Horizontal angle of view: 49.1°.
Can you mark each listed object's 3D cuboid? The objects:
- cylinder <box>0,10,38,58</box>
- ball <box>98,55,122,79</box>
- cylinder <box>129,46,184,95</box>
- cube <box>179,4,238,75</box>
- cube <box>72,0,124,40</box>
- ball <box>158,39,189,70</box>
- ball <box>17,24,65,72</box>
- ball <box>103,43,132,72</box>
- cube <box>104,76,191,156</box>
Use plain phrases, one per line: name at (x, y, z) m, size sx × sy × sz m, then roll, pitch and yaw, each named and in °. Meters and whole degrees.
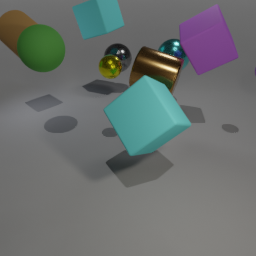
cylinder at (-3.925, -3.445, 10.492) m, size 1.400 × 1.400 × 1.400 m, roll 41°, pitch 45°, yaw 22°
ball at (-0.521, -1.797, 8.250) m, size 0.700 × 0.700 × 0.700 m, roll 0°, pitch 29°, yaw 0°
cylinder at (0.924, -1.757, 9.059) m, size 1.400 × 1.400 × 1.400 m, roll 21°, pitch 33°, yaw 9°
cube at (2.646, -2.910, 9.314) m, size 1.400 × 1.400 × 1.400 m, roll -22°, pitch 38°, yaw 27°
cube at (-1.247, -4.782, 12.030) m, size 1.400 × 1.400 × 1.400 m, roll 0°, pitch 29°, yaw 37°
ball at (1.905, -3.025, 11.789) m, size 1.400 × 1.400 × 1.400 m, roll 0°, pitch 29°, yaw 0°
ball at (-2.614, -2.399, 8.482) m, size 1.400 × 1.400 × 1.400 m, roll 0°, pitch 29°, yaw 0°
ball at (-0.507, -3.437, 13.768) m, size 1.400 × 1.400 × 1.400 m, roll 0°, pitch 29°, yaw 0°
cube at (0.520, -0.269, 7.164) m, size 1.400 × 1.400 × 1.400 m, roll 59°, pitch 22°, yaw 15°
